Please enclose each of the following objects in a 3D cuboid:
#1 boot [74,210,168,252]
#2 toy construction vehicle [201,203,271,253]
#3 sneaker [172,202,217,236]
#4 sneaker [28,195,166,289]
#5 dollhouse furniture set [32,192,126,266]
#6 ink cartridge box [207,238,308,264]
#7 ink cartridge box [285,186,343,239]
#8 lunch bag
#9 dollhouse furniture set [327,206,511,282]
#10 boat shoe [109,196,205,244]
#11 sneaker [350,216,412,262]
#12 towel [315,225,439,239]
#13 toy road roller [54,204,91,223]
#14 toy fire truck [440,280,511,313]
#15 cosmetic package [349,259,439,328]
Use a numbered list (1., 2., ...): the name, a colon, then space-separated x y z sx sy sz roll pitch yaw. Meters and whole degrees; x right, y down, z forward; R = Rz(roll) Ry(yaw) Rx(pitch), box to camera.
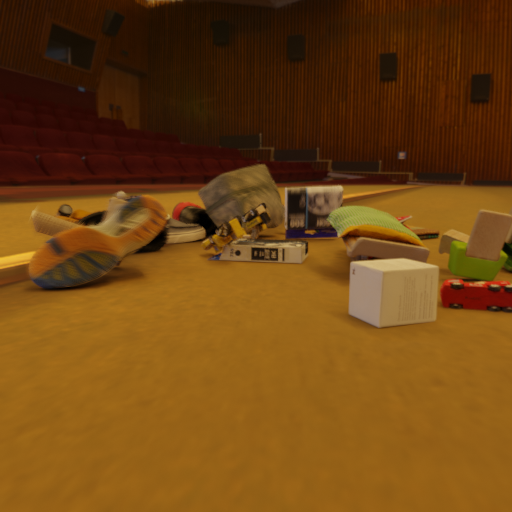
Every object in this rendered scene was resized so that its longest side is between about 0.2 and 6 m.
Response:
1. boot: -2.895 -0.428 11.730 1.813 0.682 1.356 -27 44 -24
2. toy construction vehicle: -0.345 -0.436 10.938 1.294 0.523 1.486 -33 0 -35
3. sneaker: -1.168 -0.877 14.560 2.007 0.709 0.981 6 20 -45
4. sneaker: -2.459 -0.069 8.893 2.331 0.877 1.027 -31 -6 -31
5. dollhouse furniture set: -3.045 -0.721 9.929 1.627 1.155 1.289 18 9 -24
6. ink cartridge box: 0.043 -0.111 10.888 1.852 0.363 0.921 1 10 11
7. ink cartridge box: 1.358 -0.970 13.326 1.339 1.351 0.293 -3 28 -2
8. lunch bag: -0.253 -1.263 13.780 1.279 1.540 1.836 -27 -4 42
9. dollhouse furniture set: 3.018 -0.641 9.154 3.458 1.335 1.728 9 24 -7
10. boat shoe: -2.376 -0.871 13.154 2.362 1.095 0.882 -3 10 -15
11. sneaker: 2.429 -0.328 10.671 1.333 0.845 2.371 -2 7 8
12. towel: 3.012 -0.648 14.427 1.997 0.295 2.723 -6 12 -32
13. toy road roller: -4.297 -0.652 13.152 1.050 0.767 0.646 16 -39 -33
14. toy fire truck: 3.141 0.469 7.371 1.383 0.337 0.975 2 9 17
15. cosmetic package: 1.616 0.419 6.641 0.806 0.671 0.675 -3 10 -22
